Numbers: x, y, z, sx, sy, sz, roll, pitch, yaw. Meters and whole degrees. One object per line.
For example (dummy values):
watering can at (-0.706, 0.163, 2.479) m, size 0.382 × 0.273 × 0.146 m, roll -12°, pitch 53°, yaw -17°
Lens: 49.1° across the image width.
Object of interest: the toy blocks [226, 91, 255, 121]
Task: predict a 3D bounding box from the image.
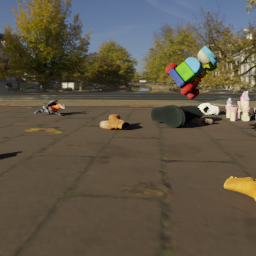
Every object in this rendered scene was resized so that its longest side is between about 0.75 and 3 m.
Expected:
toy blocks at (5.474, -1.057, 13.054) m, size 1.584 × 1.333 × 1.480 m, roll 1°, pitch 9°, yaw 10°

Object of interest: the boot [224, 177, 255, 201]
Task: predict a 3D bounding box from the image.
boot at (1.756, 0.928, 4.254) m, size 0.589 × 0.290 × 0.823 m, roll -1°, pitch 3°, yaw 31°

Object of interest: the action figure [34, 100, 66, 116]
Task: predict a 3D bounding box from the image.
action figure at (-4.140, -0.899, 14.886) m, size 1.518 × 0.794 × 1.468 m, roll -35°, pitch 19°, yaw -27°

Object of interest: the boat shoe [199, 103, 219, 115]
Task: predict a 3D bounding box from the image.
boat shoe at (4.324, -1.058, 15.465) m, size 0.557 × 0.569 × 1.608 m, roll -3°, pitch 11°, yaw -21°

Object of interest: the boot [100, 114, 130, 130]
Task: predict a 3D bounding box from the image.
boot at (-0.343, -0.196, 10.568) m, size 0.965 × 0.460 × 1.247 m, roll 4°, pitch 22°, yaw 30°

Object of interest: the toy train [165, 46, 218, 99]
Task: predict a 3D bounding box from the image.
toy train at (1.958, -1.475, 7.748) m, size 1.206 × 0.882 × 2.084 m, roll -39°, pitch -18°, yaw 19°

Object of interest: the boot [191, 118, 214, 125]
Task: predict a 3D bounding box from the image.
boot at (3.146, -0.270, 11.687) m, size 0.803 × 0.282 × 0.587 m, roll 9°, pitch 6°, yaw 44°

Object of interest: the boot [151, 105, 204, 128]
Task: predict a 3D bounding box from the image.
boot at (2.264, -0.547, 11.590) m, size 1.916 × 0.865 × 2.338 m, roll -3°, pitch 7°, yaw -24°
